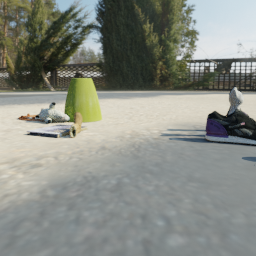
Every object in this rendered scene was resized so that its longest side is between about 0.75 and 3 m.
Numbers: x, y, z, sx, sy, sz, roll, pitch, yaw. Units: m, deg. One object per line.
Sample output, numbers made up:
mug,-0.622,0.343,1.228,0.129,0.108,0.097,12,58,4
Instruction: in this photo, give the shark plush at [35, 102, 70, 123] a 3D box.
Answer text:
shark plush,-3.631,-0.443,12.867,2.076,0.943,0.864,-14,-24,37

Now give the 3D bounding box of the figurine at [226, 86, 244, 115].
figurine,3.695,-0.610,9.756,0.737,1.672,1.713,4,11,19

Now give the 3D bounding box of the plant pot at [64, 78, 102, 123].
plant pot,-2.148,-1.358,13.238,1.839,1.965,1.839,0,10,0

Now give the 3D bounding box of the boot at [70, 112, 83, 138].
boot,-1.775,-0.123,9.576,0.301,0.798,0.911,-4,7,2

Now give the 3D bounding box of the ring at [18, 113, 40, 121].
ring,-4.436,-0.588,14.030,1.988,0.191,1.988,-1,10,0

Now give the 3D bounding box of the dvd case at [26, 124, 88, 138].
dvd case,-2.544,0.076,10.278,1.367,0.147,1.839,5,11,24

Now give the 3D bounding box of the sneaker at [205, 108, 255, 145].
sneaker,3.556,-0.060,8.454,2.337,1.023,0.885,3,10,16
